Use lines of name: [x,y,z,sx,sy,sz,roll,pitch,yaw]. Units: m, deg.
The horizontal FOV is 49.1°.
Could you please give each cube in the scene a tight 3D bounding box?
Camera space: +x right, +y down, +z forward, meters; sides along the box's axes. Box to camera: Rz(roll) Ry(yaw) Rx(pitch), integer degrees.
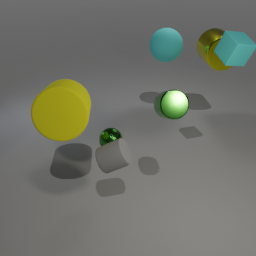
cube: [3.029,-2.245,7.939,0.700,0.700,0.700,-4,50,-23]

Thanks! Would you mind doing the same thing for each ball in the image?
ball: [-0.508,0.338,8.307,0.700,0.700,0.700,0,30,0]
ball: [1.616,-3.508,11.879,1.400,1.400,1.400,0,30,0]

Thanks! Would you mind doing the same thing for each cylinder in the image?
cylinder: [3.698,-3.241,11.497,1.400,1.400,1.400,-3,31,-4]
cylinder: [1.041,-0.569,6.837,0.700,0.700,0.700,-4,5,-7]
cylinder: [-0.348,0.700,7.020,0.700,0.700,0.700,-23,26,16]
cylinder: [-1.719,-0.519,7.477,1.400,1.400,1.400,-3,18,-4]
